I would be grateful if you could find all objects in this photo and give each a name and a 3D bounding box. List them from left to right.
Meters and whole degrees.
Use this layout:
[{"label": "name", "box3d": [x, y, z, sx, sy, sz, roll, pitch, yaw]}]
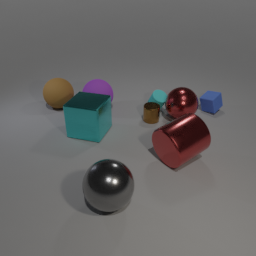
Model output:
[{"label": "ball", "box3d": [-3.205, -1.609, 12.926, 1.400, 1.400, 1.400, 0, 31, 0]}, {"label": "cube", "box3d": [-1.526, -0.468, 10.952, 1.400, 1.400, 1.400, 9, 32, 15]}, {"label": "ball", "box3d": [-1.354, -1.488, 12.556, 1.400, 1.400, 1.400, 0, 31, 0]}, {"label": "ball", "box3d": [-0.523, 1.534, 7.550, 1.400, 1.400, 1.400, 0, 31, 0]}, {"label": "cylinder", "box3d": [1.000, -0.645, 11.916, 0.700, 0.700, 0.700, 0, 35, 0]}, {"label": "cylinder", "box3d": [1.314, -1.241, 12.562, 0.700, 0.700, 0.700, 9, 57, -15]}, {"label": "cylinder", "box3d": [1.744, 0.397, 9.256, 1.400, 1.400, 1.400, -27, 39, -24]}, {"label": "ball", "box3d": [2.280, -1.040, 11.914, 1.400, 1.400, 1.400, 0, 31, 0]}, {"label": "cube", "box3d": [3.755, -1.185, 12.634, 0.700, 0.700, 0.700, -39, 37, -28]}]
